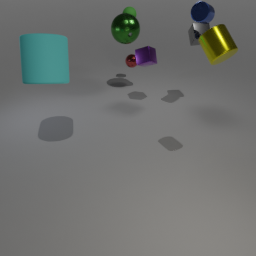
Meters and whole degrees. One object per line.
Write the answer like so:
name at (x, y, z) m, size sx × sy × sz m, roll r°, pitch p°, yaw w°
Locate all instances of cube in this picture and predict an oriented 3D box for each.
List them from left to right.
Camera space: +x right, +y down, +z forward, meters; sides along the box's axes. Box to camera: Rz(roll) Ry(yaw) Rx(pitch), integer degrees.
cube at (0.809, -3.167, 12.449) m, size 0.700 × 0.700 × 0.700 m, roll -7°, pitch 0°, yaw 32°
cube at (2.998, -3.941, 11.743) m, size 0.700 × 0.700 × 0.700 m, roll -8°, pitch -6°, yaw -5°

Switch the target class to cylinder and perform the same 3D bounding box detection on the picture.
cylinder at (-2.532, -2.064, 8.556) m, size 1.400 × 1.400 × 1.400 m, roll -1°, pitch 10°, yaw 0°
cylinder at (2.734, -4.203, 10.238) m, size 0.700 × 0.700 × 0.700 m, roll 18°, pitch 21°, yaw 28°
cylinder at (2.161, -1.993, 6.733) m, size 0.700 × 0.700 × 0.700 m, roll -24°, pitch -9°, yaw -4°

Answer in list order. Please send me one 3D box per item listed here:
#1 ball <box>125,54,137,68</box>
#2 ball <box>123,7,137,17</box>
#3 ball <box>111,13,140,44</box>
ball at (0.206, -3.530, 14.739) m, size 0.700 × 0.700 × 0.700 m, roll 0°, pitch 29°, yaw 0°
ball at (0.075, -5.645, 13.888) m, size 0.700 × 0.700 × 0.700 m, roll 0°, pitch 29°, yaw 0°
ball at (-0.117, -4.713, 13.319) m, size 1.400 × 1.400 × 1.400 m, roll 0°, pitch 29°, yaw 0°
